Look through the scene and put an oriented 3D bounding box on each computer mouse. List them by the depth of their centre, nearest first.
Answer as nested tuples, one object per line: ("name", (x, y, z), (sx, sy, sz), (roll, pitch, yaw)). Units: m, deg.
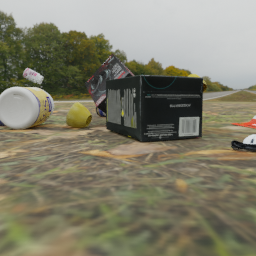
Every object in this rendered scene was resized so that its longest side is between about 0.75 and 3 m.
("computer mouse", (3.035, 0.337, 6.819), (0.724, 0.289, 1.320), (3, 8, 34))

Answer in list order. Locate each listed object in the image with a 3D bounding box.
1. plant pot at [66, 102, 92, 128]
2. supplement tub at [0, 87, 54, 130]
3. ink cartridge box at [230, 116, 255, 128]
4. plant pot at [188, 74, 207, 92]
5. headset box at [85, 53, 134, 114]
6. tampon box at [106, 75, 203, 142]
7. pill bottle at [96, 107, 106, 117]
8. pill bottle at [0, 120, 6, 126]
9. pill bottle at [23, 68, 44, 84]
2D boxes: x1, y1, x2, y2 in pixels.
("plant pot", (-1.820, -0.405, 10.844), (0.705, 0.993, 0.993), (25, 14, 14))
("supplement tub", (-3.926, -0.827, 11.055), (1.571, 1.571, 2.161), (1, 8, 5))
("ink cartridge box", (6.014, -0.380, 11.268), (2.813, 0.803, 2.286), (2, 6, -15))
("plant pot", (2.904, -1.961, 12.366), (0.985, 0.699, 0.985), (-9, -28, -5))
("headset box", (-0.634, -1.788, 11.912), (1.000, 1.928, 2.591), (37, 14, -35))
("tampon box", (0.705, -0.698, 9.015), (2.126, 1.791, 2.837), (-3, 8, -22))
("pill bottle", (-0.888, -1.080, 15.750), (1.680, 0.940, 0.940), (3, 8, 28))
("pill bottle", (-5.194, -0.376, 11.510), (1.011, 0.565, 0.565), (1, 7, 3))
("pill bottle", (-4.206, -2.294, 12.465), (0.788, 0.447, 0.447), (27, 6, -4))
